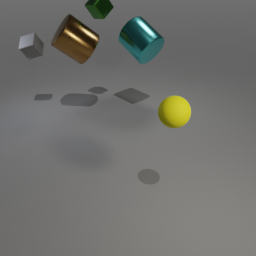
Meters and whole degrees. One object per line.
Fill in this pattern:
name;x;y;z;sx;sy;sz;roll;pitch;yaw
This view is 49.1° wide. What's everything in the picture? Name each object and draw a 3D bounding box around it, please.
cylinder;0.556;-3.655;11.723;1.400;1.400;1.400;-29;71;-41
ball;0.995;-0.344;6.025;0.700;0.700;0.700;0;29;0
cube;-4.029;-3.420;11.706;0.700;0.700;0.700;-12;61;14
cylinder;-2.085;-3.487;11.085;1.400;1.400;1.400;30;16;-29
cube;-1.145;-4.843;11.136;0.700;0.700;0.700;24;73;45
